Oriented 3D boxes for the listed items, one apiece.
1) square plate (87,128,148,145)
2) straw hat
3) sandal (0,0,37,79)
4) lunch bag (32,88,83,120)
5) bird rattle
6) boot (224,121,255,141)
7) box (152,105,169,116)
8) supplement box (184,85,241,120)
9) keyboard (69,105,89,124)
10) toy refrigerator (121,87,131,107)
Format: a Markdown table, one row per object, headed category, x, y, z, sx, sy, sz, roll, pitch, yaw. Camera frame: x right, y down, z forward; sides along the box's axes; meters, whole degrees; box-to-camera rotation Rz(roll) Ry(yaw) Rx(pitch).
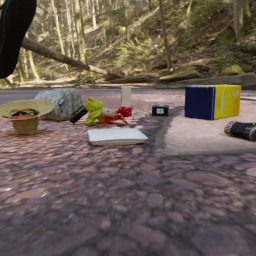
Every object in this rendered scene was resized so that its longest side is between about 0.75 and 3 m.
| category | x | y | z | sx | sy | sz | roll | pitch | yaw |
| --- | --- | --- | --- | --- | --- | --- | --- | --- | --- |
| square plate | -0.381 | 0.265 | 8.594 | 1.662 | 0.236 | 1.646 | -2 | 10 | -10 |
| straw hat | -3.527 | -0.253 | 9.619 | 2.145 | 0.908 | 2.145 | -1 | 22 | 0 |
| sandal | -3.496 | -2.823 | 8.065 | 0.701 | 2.927 | 1.100 | 33 | 22 | 10 |
| lunch bag | -3.309 | -1.040 | 12.925 | 2.012 | 1.402 | 1.688 | 7 | 24 | 32 |
| bird rattle | -0.855 | -0.618 | 11.600 | 2.010 | 1.132 | 1.639 | 0 | -7 | -17 |
| boot | 3.997 | -0.003 | 9.140 | 1.507 | 0.552 | 1.135 | -21 | 20 | -34 |
| box | 1.686 | -0.915 | 14.465 | 0.835 | 0.499 | 0.849 | 2 | 10 | 10 |
| supplement box | 4.220 | -1.342 | 13.845 | 2.820 | 1.544 | 1.535 | -9 | 13 | -44 |
| keyboard | -1.926 | -0.658 | 11.425 | 1.191 | 0.123 | 0.757 | -41 | -20 | -3 |
| toy refrigerator | -0.127 | -1.348 | 14.160 | 0.511 | 1.459 | 0.554 | -2 | 11 | -6 |
